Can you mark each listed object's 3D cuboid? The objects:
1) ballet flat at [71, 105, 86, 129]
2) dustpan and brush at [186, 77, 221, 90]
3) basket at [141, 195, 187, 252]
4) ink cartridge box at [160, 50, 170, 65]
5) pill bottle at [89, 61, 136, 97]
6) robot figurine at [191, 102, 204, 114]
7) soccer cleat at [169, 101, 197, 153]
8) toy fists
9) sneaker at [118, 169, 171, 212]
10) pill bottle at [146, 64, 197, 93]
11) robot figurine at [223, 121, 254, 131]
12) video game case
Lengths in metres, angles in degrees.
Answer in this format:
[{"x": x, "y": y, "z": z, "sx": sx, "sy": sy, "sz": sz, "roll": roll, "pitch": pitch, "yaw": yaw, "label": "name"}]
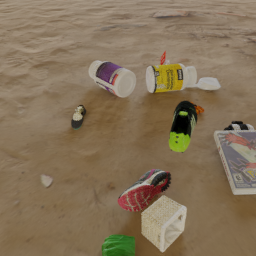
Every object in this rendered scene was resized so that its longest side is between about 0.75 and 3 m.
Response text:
[{"x": -2.127, "y": -0.541, "z": 11.978, "sx": 0.535, "sy": 0.535, "sz": 1.463, "roll": 3, "pitch": 35, "yaw": 5, "label": "ballet flat"}, {"x": 3.830, "y": -2.268, "z": 14.571, "sx": 1.706, "sy": 0.488, "sz": 1.190, "roll": 7, "pitch": 34, "yaw": -2, "label": "dustpan and brush"}, {"x": 0.935, "y": 2.453, "z": 7.319, "sx": 0.973, "sy": 0.965, "sz": 0.783, "roll": -29, "pitch": 42, "yaw": -35, "label": "basket"}, {"x": 2.062, "y": -3.584, "z": 15.727, "sx": 0.296, "sy": 1.167, "sz": 1.325, "roll": 11, "pitch": 37, "yaw": 15, "label": "ink cartridge box"}, {"x": -0.869, "y": -2.572, "z": 14.123, "sx": 1.354, "sy": 1.354, "sz": 2.430, "roll": -28, "pitch": 45, "yaw": -34, "label": "pill bottle"}, {"x": 2.981, "y": -0.923, "z": 12.718, "sx": 0.671, "sy": 0.269, "sz": 0.926, "roll": -19, "pitch": 39, "yaw": -28, "label": "robot figurine"}, {"x": 1.584, "y": -0.234, "z": 7.880, "sx": 0.713, "sy": 0.856, "sz": 2.112, "roll": 9, "pitch": 43, "yaw": 14, "label": "soccer cleat"}, {"x": -0.263, "y": 3.227, "z": 6.598, "sx": 0.813, "sy": 0.548, "sz": 1.595, "roll": 7, "pitch": 34, "yaw": -3, "label": "toy fists"}, {"x": 0.455, "y": 1.849, "z": 8.455, "sx": 1.931, "sy": 0.778, "sz": 0.721, "roll": -21, "pitch": 23, "yaw": -37, "label": "sneaker"}, {"x": 2.163, "y": -2.529, "z": 14.079, "sx": 2.366, "sy": 1.325, "sz": 1.325, "roll": -7, "pitch": 36, "yaw": -9, "label": "pill bottle"}, {"x": 4.257, "y": 0.200, "z": 10.763, "sx": 1.139, "sy": 0.856, "sz": 0.711, "roll": -1, "pitch": 13, "yaw": -2, "label": "robot figurine"}, {"x": 4.565, "y": 1.050, "z": 9.455, "sx": 2.758, "sy": 0.317, "sz": 2.513, "roll": -1, "pitch": 46, "yaw": -2, "label": "video game case"}]
